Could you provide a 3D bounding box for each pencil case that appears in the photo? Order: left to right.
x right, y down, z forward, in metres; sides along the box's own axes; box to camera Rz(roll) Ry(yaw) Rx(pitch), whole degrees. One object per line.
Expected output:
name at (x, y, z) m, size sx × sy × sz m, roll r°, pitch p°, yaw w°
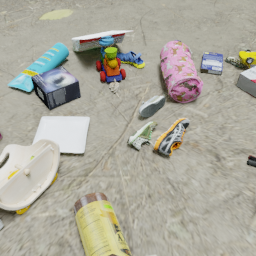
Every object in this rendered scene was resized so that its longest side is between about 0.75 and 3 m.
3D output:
pencil case at (1.985, -2.200, 10.700) m, size 1.202 × 1.256 × 2.903 m, roll 25°, pitch 39°, yaw -24°

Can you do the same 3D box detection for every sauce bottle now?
sauce bottle at (-0.382, 2.703, 5.826) m, size 0.918 × 0.918 × 2.837 m, roll -16°, pitch 48°, yaw -16°

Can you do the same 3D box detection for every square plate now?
square plate at (-2.082, 0.233, 8.839) m, size 1.622 × 0.231 × 1.606 m, roll 0°, pitch 44°, yaw 1°

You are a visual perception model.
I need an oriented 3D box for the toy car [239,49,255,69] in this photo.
toy car at (6.387, -2.840, 11.745) m, size 2.905 × 0.648 × 2.733 m, roll 31°, pitch 52°, yaw 27°

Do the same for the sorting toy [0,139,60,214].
sorting toy at (-3.076, 1.130, 7.416) m, size 1.871 × 1.110 × 2.078 m, roll 18°, pitch 46°, yaw 28°

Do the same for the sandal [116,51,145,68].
sandal at (0.118, -3.047, 11.992) m, size 1.386 × 0.603 × 0.551 m, roll 20°, pitch 49°, yaw 22°

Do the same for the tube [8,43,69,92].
tube at (-3.505, -2.435, 11.385) m, size 1.098 × 0.715 × 2.836 m, roll 15°, pitch 51°, yaw 26°

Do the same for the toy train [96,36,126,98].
toy train at (-0.595, -2.427, 10.755) m, size 1.022 × 1.397 × 2.415 m, roll -11°, pitch 45°, yaw -10°

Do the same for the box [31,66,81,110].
box at (-2.625, -1.509, 10.244) m, size 1.297 × 0.806 × 1.307 m, roll -28°, pitch 50°, yaw -27°

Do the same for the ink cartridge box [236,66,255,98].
ink cartridge box at (5.111, -1.829, 10.701) m, size 1.472 × 0.610 × 1.073 m, roll -24°, pitch 49°, yaw -23°

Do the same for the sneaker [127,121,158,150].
sneaker at (0.547, 0.271, 8.753) m, size 1.279 × 0.492 × 0.567 m, roll -36°, pitch 79°, yaw -31°

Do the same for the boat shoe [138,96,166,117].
boat shoe at (0.784, -0.780, 9.726) m, size 0.436 × 0.501 × 1.360 m, roll 23°, pitch 42°, yaw 34°

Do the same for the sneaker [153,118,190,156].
sneaker at (1.446, 0.287, 8.579) m, size 0.610 × 0.618 × 1.580 m, roll 37°, pitch 60°, yaw 21°

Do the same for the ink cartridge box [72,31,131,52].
ink cartridge box at (-1.132, -3.730, 12.028) m, size 2.105 × 0.655 × 2.616 m, roll -17°, pitch 25°, yaw -17°

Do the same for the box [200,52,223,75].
box at (3.597, -2.781, 11.962) m, size 0.874 × 0.234 × 1.442 m, roll 11°, pitch 46°, yaw 11°

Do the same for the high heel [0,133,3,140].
high heel at (-4.710, 0.421, 8.057) m, size 2.158 × 1.035 × 0.727 m, roll -32°, pitch 53°, yaw -29°

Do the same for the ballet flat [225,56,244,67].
ballet flat at (4.591, -2.860, 12.026) m, size 0.842 × 0.268 × 0.284 m, roll 31°, pitch 52°, yaw 28°

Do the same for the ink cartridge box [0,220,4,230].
ink cartridge box at (-4.041, 1.709, 5.407) m, size 1.222 × 2.854 × 2.106 m, roll 26°, pitch 49°, yaw 26°

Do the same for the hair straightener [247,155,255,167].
hair straightener at (3.931, 1.186, 7.896) m, size 1.174 × 0.240 × 0.452 m, roll 26°, pitch 50°, yaw 19°
